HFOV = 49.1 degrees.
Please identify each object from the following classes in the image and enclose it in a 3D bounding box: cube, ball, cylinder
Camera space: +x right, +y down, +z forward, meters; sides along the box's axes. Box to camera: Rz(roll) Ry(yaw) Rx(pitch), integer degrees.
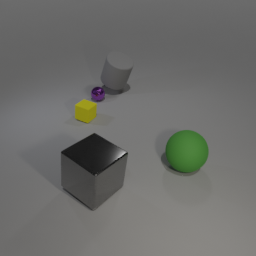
[{"bbox_3d":[-1.019,1.245,8.375,1.400,1.400,1.400,28,39,27],"label":"cube"},{"bbox_3d":[-1.494,-1.708,13.898,0.700,0.700,0.700,0,32,0],"label":"ball"},{"bbox_3d":[-1.854,-0.748,12.334,0.700,0.700,0.700,20,35,18],"label":"cube"},{"bbox_3d":[-0.569,-2.902,14.197,1.400,1.400,1.400,11,48,-13],"label":"cylinder"},{"bbox_3d":[1.941,0.763,9.261,1.400,1.400,1.400,0,32,0],"label":"ball"}]
